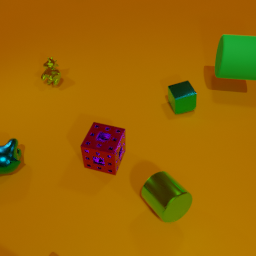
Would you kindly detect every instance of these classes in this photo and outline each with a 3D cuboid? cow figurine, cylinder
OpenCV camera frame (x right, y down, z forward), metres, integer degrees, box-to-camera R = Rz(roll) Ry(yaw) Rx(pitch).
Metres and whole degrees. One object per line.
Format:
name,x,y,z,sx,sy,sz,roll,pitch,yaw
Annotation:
cow figurine,-3.614,1.028,7.087,1.693,0.929,1.666,-2,42,-5
cylinder,3.654,-2.280,9.096,1.377,1.377,1.377,6,46,7
cow figurine,-2.712,-2.065,10.074,1.013,0.556,0.997,16,77,39
cylinder,0.865,1.538,6.291,0.835,0.835,0.835,-24,39,-21

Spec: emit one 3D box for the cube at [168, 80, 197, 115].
cube,1.745,-0.979,9.052,0.717,0.717,0.717,-16,47,-3

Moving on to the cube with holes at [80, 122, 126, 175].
cube with holes,-0.628,0.547,7.501,0.907,0.907,0.907,12,47,12
